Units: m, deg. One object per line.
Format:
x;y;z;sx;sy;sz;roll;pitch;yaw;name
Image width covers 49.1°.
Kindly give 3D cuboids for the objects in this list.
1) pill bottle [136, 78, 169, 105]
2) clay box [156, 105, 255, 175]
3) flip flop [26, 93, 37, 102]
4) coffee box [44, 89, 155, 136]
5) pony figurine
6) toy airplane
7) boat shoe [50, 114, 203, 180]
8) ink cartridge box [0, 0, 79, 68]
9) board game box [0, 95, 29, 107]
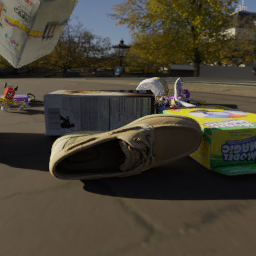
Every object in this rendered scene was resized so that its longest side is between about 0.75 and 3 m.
1.003;-1.509;11.596;1.092;1.092;1.910;4;13;17;pill bottle
1.699;0.073;5.103;1.610;0.667;2.802;-3;12;-14;clay box
-4.484;-1.404;12.811;0.503;0.357;1.240;-7;14;-32;flip flop
-0.596;-0.399;6.642;2.395;0.956;1.354;0;12;0;coffee box
1.661;-0.862;8.963;1.469;1.224;1.418;23;30;24;pony figurine
-4.271;-0.933;9.858;1.223;0.863;1.218;-6;-28;13;toy airplane
0.049;0.342;3.856;2.189;0.780;0.706;-11;18;-6;boat shoe
-2.469;-2.885;6.848;2.095;1.522;1.515;-45;2;41;ink cartridge box
-4.961;-1.125;11.522;1.535;0.344;1.032;-6;13;-25;board game box
